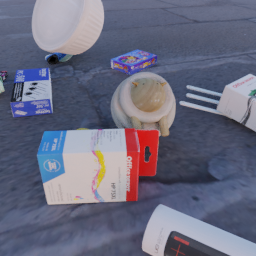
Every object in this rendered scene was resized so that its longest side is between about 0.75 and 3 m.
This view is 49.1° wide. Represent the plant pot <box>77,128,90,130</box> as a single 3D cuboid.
[{"bbox_3d":[-1.251,0.549,7.889,0.817,0.817,0.769,8,51,11],"label":"plant pot"}]

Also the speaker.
[{"bbox_3d":[1.499,2.284,5.092,2.418,0.982,0.982,18,38,24],"label":"speaker"}]

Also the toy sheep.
[{"bbox_3d":[0.426,-0.514,8.071,2.043,2.963,2.043,3,75,-10],"label":"toy sheep"}]

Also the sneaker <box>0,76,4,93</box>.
[{"bbox_3d":[-5.582,-1.365,10.325,1.657,1.034,2.810,-9,32,-2],"label":"sneaker"}]

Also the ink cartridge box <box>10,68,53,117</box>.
[{"bbox_3d":[-3.700,-1.471,10.907,1.370,0.644,2.914,-7,35,-12],"label":"ink cartridge box"}]

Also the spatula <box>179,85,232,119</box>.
[{"bbox_3d":[3.377,-0.941,10.360,2.761,0.222,1.920,17,39,14],"label":"spatula"}]

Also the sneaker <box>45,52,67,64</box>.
[{"bbox_3d":[-3.491,-3.592,14.045,1.271,0.488,0.707,-24,36,-12],"label":"sneaker"}]

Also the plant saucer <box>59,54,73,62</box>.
[{"bbox_3d":[-2.723,-4.174,14.113,0.305,2.222,2.222,36,22,-27],"label":"plant saucer"}]

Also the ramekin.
[{"bbox_3d":[-2.019,-3.829,9.762,2.700,2.700,1.258,28,12,34],"label":"ramekin"}]

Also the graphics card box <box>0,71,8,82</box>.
[{"bbox_3d":[-5.734,-2.302,12.524,0.512,0.207,0.815,-2,35,-4],"label":"graphics card box"}]

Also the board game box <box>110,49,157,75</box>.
[{"bbox_3d":[0.308,-3.259,13.715,1.324,0.441,1.969,28,43,35],"label":"board game box"}]

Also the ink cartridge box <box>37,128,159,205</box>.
[{"bbox_3d":[-0.579,0.900,6.589,2.695,1.566,0.906,-2,34,-3],"label":"ink cartridge box"}]

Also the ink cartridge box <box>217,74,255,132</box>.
[{"bbox_3d":[4.467,-0.701,9.196,1.759,1.016,2.409,-26,49,-36],"label":"ink cartridge box"}]
